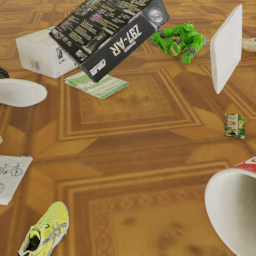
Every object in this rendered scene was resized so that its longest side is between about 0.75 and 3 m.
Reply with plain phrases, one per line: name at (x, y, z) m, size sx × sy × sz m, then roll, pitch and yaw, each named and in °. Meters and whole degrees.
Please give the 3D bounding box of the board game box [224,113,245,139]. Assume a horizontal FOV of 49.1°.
board game box at (3.227, -0.084, 8.477) m, size 0.579 × 0.130 × 1.105 m, roll 11°, pitch 38°, yaw 12°

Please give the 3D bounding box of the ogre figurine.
ogre figurine at (2.429, -4.046, 12.962) m, size 1.650 × 1.351 × 2.753 m, roll -32°, pitch 29°, yaw -12°

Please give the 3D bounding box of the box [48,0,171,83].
box at (-0.586, -2.275, 6.279) m, size 2.025 × 0.550 × 2.527 m, roll -42°, pitch 42°, yaw -2°

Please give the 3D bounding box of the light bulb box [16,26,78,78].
light bulb box at (-3.111, -3.249, 11.767) m, size 2.049 × 1.290 × 2.067 m, roll 22°, pitch 41°, yaw 27°

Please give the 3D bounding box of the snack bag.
snack bag at (-3.226, 1.169, 6.744) m, size 1.412 × 0.160 × 1.497 m, roll 3°, pitch 36°, yaw 3°

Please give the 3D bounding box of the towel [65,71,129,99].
towel at (-1.212, -1.758, 10.650) m, size 2.019 × 0.236 × 1.540 m, roll 26°, pitch 43°, yaw 31°

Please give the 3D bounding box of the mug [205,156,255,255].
mug at (3.215, 1.445, 5.470) m, size 2.785 × 2.472 × 1.858 m, roll -21°, pitch 5°, yaw -32°

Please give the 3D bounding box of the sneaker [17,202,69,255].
sneaker at (-1.546, 1.973, 5.295) m, size 0.574 × 0.581 × 1.522 m, roll 5°, pitch 35°, yaw 9°

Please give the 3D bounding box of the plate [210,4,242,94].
plate at (1.346, -1.081, 3.871) m, size 0.145 × 0.894 × 0.892 m, roll 19°, pitch 57°, yaw 34°

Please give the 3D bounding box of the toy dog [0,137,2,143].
toy dog at (-4.465, 0.633, 6.399) m, size 2.905 × 1.399 × 1.916 m, roll -17°, pitch 69°, yaw -53°

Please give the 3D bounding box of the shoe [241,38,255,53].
shoe at (6.282, -3.905, 13.184) m, size 0.885 × 0.676 × 2.532 m, roll -30°, pitch 46°, yaw -34°

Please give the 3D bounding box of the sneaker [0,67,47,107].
sneaker at (-4.124, -1.542, 9.634) m, size 2.987 × 1.056 × 1.482 m, roll 0°, pitch 41°, yaw 6°
